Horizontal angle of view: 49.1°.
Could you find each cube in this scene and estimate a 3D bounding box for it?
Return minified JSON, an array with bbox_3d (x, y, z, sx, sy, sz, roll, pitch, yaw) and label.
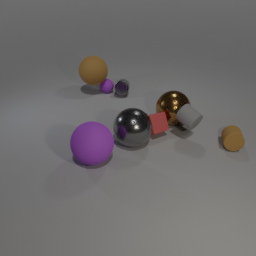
[{"bbox_3d":[1.018,-0.170,10.627,0.700,0.700,0.700,-17,5,-26],"label":"cube"}]

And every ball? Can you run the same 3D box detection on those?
[{"bbox_3d":[1.814,-0.801,11.238,1.400,1.400,1.400,0,31,0],"label":"ball"},{"bbox_3d":[-1.061,-2.126,14.087,0.700,0.700,0.700,0,31,0],"label":"ball"},{"bbox_3d":[-1.157,0.484,9.040,1.400,1.400,1.400,0,31,0],"label":"ball"},{"bbox_3d":[0.169,-0.015,9.936,1.400,1.400,1.400,0,31,0],"label":"ball"},{"bbox_3d":[-1.675,-2.777,13.550,1.400,1.400,1.400,0,31,0],"label":"ball"}]

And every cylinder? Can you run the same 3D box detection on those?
[{"bbox_3d":[-0.277,-2.006,13.722,0.700,0.700,0.700,2,19,4],"label":"cylinder"},{"bbox_3d":[3.714,0.358,9.935,0.700,0.700,0.700,5,27,9],"label":"cylinder"},{"bbox_3d":[2.206,-0.401,10.100,0.700,0.700,0.700,-26,59,-36],"label":"cylinder"}]
